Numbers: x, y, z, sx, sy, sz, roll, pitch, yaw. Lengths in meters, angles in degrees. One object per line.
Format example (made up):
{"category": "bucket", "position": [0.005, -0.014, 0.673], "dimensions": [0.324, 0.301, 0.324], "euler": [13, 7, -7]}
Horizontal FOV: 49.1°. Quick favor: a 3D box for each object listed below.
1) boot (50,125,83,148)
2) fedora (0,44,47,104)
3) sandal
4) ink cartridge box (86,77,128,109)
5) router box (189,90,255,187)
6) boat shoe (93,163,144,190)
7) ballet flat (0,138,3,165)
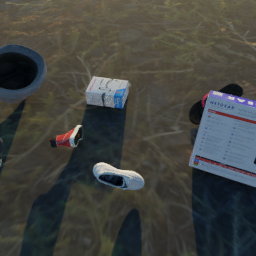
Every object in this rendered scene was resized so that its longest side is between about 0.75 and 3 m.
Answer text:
{"category": "boot", "position": [-1.773, 0.234, 8.044], "dimensions": [0.819, 0.411, 1.135], "euler": [-5, 19, 10]}
{"category": "fedora", "position": [-3.836, -1.676, 9.471], "dimensions": [1.965, 1.003, 2.222], "euler": [15, 53, -12]}
{"category": "sandal", "position": [2.779, -0.874, 8.933], "dimensions": [2.110, 0.476, 0.792], "euler": [-35, 59, -10]}
{"category": "ink cartridge box", "position": [-0.699, -1.222, 9.556], "dimensions": [1.284, 0.541, 0.937], "euler": [8, 46, 9]}
{"category": "router box", "position": [2.841, 0.338, 6.883], "dimensions": [2.236, 2.006, 0.546], "euler": [18, 28, 16]}
{"category": "boat shoe", "position": [-0.166, 1.227, 6.612], "dimensions": [1.385, 0.498, 0.474], "euler": [30, 15, -27]}
{"category": "ballet flat", "position": [-3.450, 0.723, 6.892], "dimensions": [0.745, 2.040, 0.745], "euler": [10, 67, -24]}
